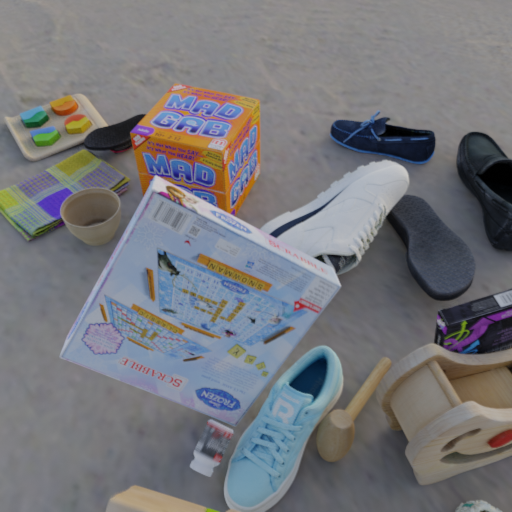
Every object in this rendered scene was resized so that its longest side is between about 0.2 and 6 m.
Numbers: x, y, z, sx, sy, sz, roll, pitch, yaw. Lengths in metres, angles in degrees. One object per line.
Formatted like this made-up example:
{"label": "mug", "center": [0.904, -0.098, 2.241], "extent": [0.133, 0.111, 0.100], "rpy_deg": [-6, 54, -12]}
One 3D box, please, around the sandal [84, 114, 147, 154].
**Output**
{"label": "sandal", "center": [-2.976, -2.660, 12.601], "extent": [0.786, 0.472, 2.094], "rpy_deg": [28, 39, 17]}

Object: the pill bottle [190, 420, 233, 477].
{"label": "pill bottle", "center": [-0.589, 2.512, 7.325], "extent": [0.371, 0.371, 0.640], "rpy_deg": [20, 73, 18]}

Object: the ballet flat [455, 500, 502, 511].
{"label": "ballet flat", "center": [3.272, 3.754, 6.422], "extent": [0.812, 0.812, 2.264], "rpy_deg": [-34, 56, -27]}

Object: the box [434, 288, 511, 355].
{"label": "box", "center": [2.933, 1.076, 7.436], "extent": [1.108, 1.550, 0.280], "rpy_deg": [-17, 51, -1]}

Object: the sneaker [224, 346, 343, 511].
{"label": "sneaker", "center": [0.331, 2.205, 7.549], "extent": [0.928, 1.029, 2.511], "rpy_deg": [20, 55, 27]}

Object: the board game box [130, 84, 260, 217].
{"label": "board game box", "center": [-1.080, -1.964, 10.936], "extent": [1.825, 1.825, 1.826], "rpy_deg": [15, 49, 15]}

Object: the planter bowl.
{"label": "planter bowl", "center": [-3.031, -0.661, 10.491], "extent": [1.081, 0.728, 1.081], "rpy_deg": [0, 48, 0]}

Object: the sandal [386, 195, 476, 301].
{"label": "sandal", "center": [3.122, -0.143, 10.145], "extent": [1.096, 0.617, 2.883], "rpy_deg": [-3, 36, 0]}

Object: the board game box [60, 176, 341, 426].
{"label": "board game box", "center": [-0.743, 0.727, 7.288], "extent": [2.657, 2.651, 0.547], "rpy_deg": [28, 21, -18]}

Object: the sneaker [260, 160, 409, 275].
{"label": "sneaker", "center": [1.584, -0.453, 9.968], "extent": [3.348, 1.279, 1.348], "rpy_deg": [-35, 51, -13]}

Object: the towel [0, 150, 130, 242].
{"label": "towel", "center": [-3.976, -1.340, 11.428], "extent": [2.383, 0.271, 1.711], "rpy_deg": [-35, 57, -28]}

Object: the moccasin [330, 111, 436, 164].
{"label": "moccasin", "center": [2.812, -2.749, 12.366], "extent": [2.326, 0.793, 0.936], "rpy_deg": [13, 49, 12]}

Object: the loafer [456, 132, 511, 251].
{"label": "loafer", "center": [4.762, -1.514, 10.998], "extent": [1.088, 1.125, 3.205], "rpy_deg": [0, 47, 0]}

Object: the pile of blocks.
{"label": "pile of blocks", "center": [0.079, 3.293, 5.534], "extent": [3.574, 1.467, 1.111], "rpy_deg": [21, 74, -18]}

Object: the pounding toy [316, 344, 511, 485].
{"label": "pounding toy", "center": [2.486, 1.651, 7.490], "extent": [3.507, 2.005, 2.012], "rpy_deg": [-13, 49, -12]}

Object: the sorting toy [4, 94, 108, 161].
{"label": "sorting toy", "center": [-4.610, -3.077, 12.962], "extent": [2.016, 0.368, 1.866], "rpy_deg": [-24, 52, -21]}
